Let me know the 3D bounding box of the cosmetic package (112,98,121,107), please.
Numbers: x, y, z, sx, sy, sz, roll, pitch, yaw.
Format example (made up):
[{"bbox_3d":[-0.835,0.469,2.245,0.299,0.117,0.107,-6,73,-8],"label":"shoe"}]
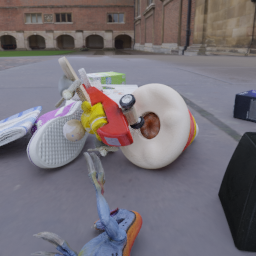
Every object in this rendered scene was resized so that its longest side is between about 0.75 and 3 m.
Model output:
[{"bbox_3d":[0.361,-0.409,8.235,1.666,0.707,0.896,-9,49,-27],"label":"cosmetic package"}]

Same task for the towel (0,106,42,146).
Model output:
[{"bbox_3d":[-3.219,0.026,7.297,1.758,0.285,2.393,-22,19,1],"label":"towel"}]

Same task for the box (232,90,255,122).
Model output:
[{"bbox_3d":[4.672,-0.712,9.607,1.235,0.870,1.668,-16,25,-40],"label":"box"}]

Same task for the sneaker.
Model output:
[{"bbox_3d":[-1.927,0.219,6.982,1.637,1.041,2.871,-15,18,21],"label":"sneaker"}]

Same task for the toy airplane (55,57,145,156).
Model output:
[{"bbox_3d":[-0.827,-0.344,6.072,1.491,2.113,2.104,-39,2,-12],"label":"toy airplane"}]

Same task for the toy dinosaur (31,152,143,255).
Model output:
[{"bbox_3d":[-0.391,1.603,3.074,2.206,1.277,2.431,4,52,-53],"label":"toy dinosaur"}]

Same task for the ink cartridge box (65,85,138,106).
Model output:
[{"bbox_3d":[-0.818,-0.896,10.003,2.642,0.591,2.328,0,28,-5],"label":"ink cartridge box"}]

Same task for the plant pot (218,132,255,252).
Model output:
[{"bbox_3d":[2.271,0.829,4.117,1.479,1.312,1.475,3,19,7],"label":"plant pot"}]

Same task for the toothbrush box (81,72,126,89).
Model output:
[{"bbox_3d":[-1.335,-2.516,15.242,2.011,0.866,1.465,-14,22,-33],"label":"toothbrush box"}]

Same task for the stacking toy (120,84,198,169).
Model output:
[{"bbox_3d":[1.096,0.040,6.837,1.839,1.839,2.517,14,4,38],"label":"stacking toy"}]
